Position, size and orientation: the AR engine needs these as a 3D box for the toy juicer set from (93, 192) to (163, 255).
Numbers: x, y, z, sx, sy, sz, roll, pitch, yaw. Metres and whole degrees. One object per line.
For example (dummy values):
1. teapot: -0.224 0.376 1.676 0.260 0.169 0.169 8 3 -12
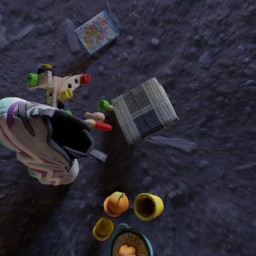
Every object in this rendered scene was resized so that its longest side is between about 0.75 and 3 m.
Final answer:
1. toy juicer set: -0.191 2.715 6.190 1.712 0.732 2.692 3 82 33

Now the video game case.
1. video game case: -0.883 -2.704 7.994 1.096 0.098 0.785 -39 109 -12

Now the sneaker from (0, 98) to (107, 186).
1. sneaker: -1.247 0.539 5.797 2.019 2.886 1.122 6 61 25

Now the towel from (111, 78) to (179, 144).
1. towel: 0.394 -0.453 7.286 1.448 0.260 1.504 -27 60 8

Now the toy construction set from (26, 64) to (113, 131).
1. toy construction set: -1.481 -0.566 6.378 2.010 1.544 1.676 27 97 35
